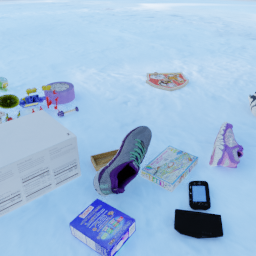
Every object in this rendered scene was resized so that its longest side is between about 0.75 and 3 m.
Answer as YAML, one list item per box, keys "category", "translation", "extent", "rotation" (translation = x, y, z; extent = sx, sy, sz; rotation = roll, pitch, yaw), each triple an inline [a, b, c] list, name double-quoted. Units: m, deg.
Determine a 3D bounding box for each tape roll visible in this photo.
- category: "tape roll"
  translation: [-3.091, -1.597, 12.656]
  extent: [1.346, 0.572, 1.346]
  rotation: [-1, 32, 0]

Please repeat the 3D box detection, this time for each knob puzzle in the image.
- category: "knob puzzle"
  translation: [2.030, -2.493, 14.338]
  extent: [2.483, 0.344, 2.483]
  rotation: [0, 32, 0]

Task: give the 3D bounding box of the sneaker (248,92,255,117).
- category: "sneaker"
  translation: [6.074, -1.145, 11.577]
  extent: [2.243, 0.895, 1.460]
  rotation: [-8, 40, 6]

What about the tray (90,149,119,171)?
- category: "tray"
  translation: [-0.523, 0.974, 8.795]
  extent: [1.190, 0.220, 0.587]
  rotation: [-13, 34, -19]

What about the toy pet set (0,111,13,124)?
- category: "toy pet set"
  translation: [-5.666, -0.566, 10.590]
  extent: [1.815, 0.964, 1.694]
  rotation: [15, 34, 23]

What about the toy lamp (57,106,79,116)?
- category: "toy lamp"
  translation: [-2.461, -0.671, 11.458]
  extent: [0.880, 0.256, 0.256]
  rotation: [-21, 37, -33]

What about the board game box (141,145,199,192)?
- category: "board game box"
  translation: [1.276, 1.162, 8.425]
  extent: [1.068, 0.272, 1.589]
  rotation: [23, 38, 32]

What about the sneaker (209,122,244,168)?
- category: "sneaker"
  translation: [3.231, 0.589, 8.961]
  extent: [0.911, 0.829, 2.061]
  rotation: [17, 39, 15]

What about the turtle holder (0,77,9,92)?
- category: "turtle holder"
  translation: [-6.078, -2.146, 13.514]
  extent: [0.570, 0.610, 0.802]
  rotation: [-17, 34, -26]

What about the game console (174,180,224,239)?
- category: "game console"
  translation: [1.752, 1.984, 7.127]
  extent: [1.114, 0.228, 1.889]
  rotation: [5, 31, 8]

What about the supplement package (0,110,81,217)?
- category: "supplement package"
  translation: [-3.008, 0.850, 7.787]
  extent: [2.634, 1.460, 2.051]
  rotation: [-24, 39, -34]

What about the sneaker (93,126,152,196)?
- category: "sneaker"
  translation: [0.168, 0.884, 7.675]
  extent: [1.090, 0.926, 2.490]
  rotation: [-9, 37, 52]

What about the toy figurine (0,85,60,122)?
- category: "toy figurine"
  translation: [-4.139, -0.917, 11.568]
  extent: [2.330, 1.229, 1.396]
  rotation: [-18, 7, -28]

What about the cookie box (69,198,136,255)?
- category: "cookie box"
  translation: [-0.574, 2.275, 6.438]
  extent: [1.172, 0.440, 1.002]
  rotation: [21, 37, 30]
